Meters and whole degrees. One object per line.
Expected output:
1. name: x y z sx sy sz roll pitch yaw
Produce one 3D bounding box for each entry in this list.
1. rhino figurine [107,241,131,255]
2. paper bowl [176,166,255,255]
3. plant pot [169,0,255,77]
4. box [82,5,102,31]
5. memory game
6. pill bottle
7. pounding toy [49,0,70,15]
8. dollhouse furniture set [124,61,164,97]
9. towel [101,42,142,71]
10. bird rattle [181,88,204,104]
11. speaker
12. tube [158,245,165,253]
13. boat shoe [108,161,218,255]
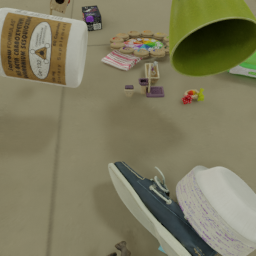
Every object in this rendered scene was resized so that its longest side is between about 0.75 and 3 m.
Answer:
1. rhino figurine: -0.750 2.922 4.988 2.049 0.613 0.896 -22 49 -18
2. paper bowl: 1.912 1.501 5.518 1.837 0.955 1.837 34 23 -17
3. plant pot: 1.860 -2.759 6.865 2.086 2.086 2.229 -6 67 -6
4. box: -1.696 -5.154 13.111 0.775 0.672 1.267 -9 45 -9
5. memory game: 0.684 -3.519 11.503 2.955 0.188 2.955 1 37 -1
6. pill bottle: -2.495 -1.972 6.769 2.840 1.624 1.624 8 44 -5
7. pounding toy: -1.964 -3.498 8.018 0.498 1.088 0.956 13 33 -23
8. dollhouse furniture set: 0.551 -2.032 9.570 1.345 1.205 1.697 0 45 0
9. towel: -0.106 -2.899 11.134 1.232 0.252 1.684 24 49 23
10. bird rattle: 2.129 -1.060 9.287 0.776 0.437 0.632 -17 34 1
11. speaker: 4.740 -2.248 9.938 2.350 1.039 1.039 15 47 15
12. tube: 1.291 2.086 6.019 0.595 0.387 1.537 11 46 40
13. boat shoe: 0.608 1.593 5.850 0.898 1.087 2.904 -32 45 -19
